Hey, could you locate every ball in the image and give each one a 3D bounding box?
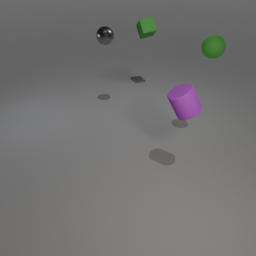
[{"bbox_3d":[2.554,-2.428,8.366,0.700,0.700,0.700,0,31,0],"label":"ball"},{"bbox_3d":[-0.900,-3.618,10.987,0.700,0.700,0.700,0,31,0],"label":"ball"}]

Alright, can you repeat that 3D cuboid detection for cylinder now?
[{"bbox_3d":[1.463,-0.676,7.196,0.700,0.700,0.700,-24,29,15],"label":"cylinder"}]

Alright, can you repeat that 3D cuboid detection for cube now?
[{"bbox_3d":[0.873,-4.756,13.306,0.700,0.700,0.700,-18,1,-11],"label":"cube"}]
